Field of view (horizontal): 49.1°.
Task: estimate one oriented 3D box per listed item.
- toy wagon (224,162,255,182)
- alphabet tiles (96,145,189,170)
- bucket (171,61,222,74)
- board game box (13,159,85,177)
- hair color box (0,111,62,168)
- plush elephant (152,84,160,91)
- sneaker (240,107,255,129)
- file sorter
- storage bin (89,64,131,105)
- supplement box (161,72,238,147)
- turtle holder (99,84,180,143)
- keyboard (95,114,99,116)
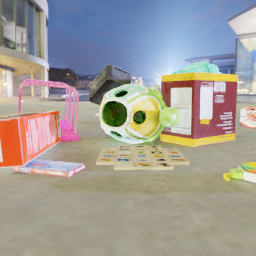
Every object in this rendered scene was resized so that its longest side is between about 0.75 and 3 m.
[{"bbox_3d":[2.172,0.744,4.559,1.168,0.231,0.906,1,7,7],"label":"toy wagon"},{"bbox_3d":[0.291,0.616,6.282,1.858,0.071,2.233,0,7,0],"label":"alphabet tiles"},{"bbox_3d":[3.253,-1.728,13.977,3.027,3.027,1.969,6,21,41],"label":"bucket"},{"bbox_3d":[-1.452,0.728,5.173,1.166,0.113,0.600,3,6,20],"label":"board game box"},{"bbox_3d":[-2.552,0.141,6.225,1.504,0.907,2.962,-4,5,-1],"label":"hair color box"},{"bbox_3d":[0.780,-1.237,14.683,1.730,1.840,2.235,18,-15,25],"label":"plush elephant"},{"bbox_3d":[5.213,-0.448,11.704,0.530,0.850,1.586,-1,7,-9],"label":"sneaker"},{"bbox_3d":[-2.647,-0.692,9.079,1.779,1.605,2.560,3,11,-21],"label":"file sorter"},{"bbox_3d":[-0.584,-1.284,8.923,0.898,0.623,1.328,18,-37,-30],"label":"storage bin"},{"bbox_3d":[2.087,-0.581,8.239,1.923,1.949,1.294,-5,9,-36],"label":"supplement box"},{"bbox_3d":[0.220,-0.265,7.585,2.229,1.694,1.583,38,20,24],"label":"turtle holder"},{"bbox_3d":[-1.077,-0.860,18.137,2.061,0.110,0.580,1,7,9],"label":"keyboard"}]
